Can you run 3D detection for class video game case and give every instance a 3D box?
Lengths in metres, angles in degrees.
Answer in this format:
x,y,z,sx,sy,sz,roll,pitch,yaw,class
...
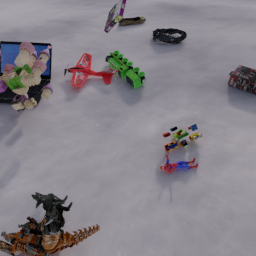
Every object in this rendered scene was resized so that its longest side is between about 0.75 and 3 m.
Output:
x,y,z,sx,sy,sz,roll,pitch,yaw,class
-0.430,-3.880,9.570,0.182,0.921,1.016,27,55,-27,video game case

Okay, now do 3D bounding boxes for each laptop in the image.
x,y,z,sx,sy,sz,roll,pitch,yaw,class
-4.177,-2.150,10.634,2.166,1.262,2.444,4,42,5,laptop

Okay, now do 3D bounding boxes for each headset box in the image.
x,y,z,sx,sy,sz,roll,pitch,yaw,class
4.621,-1.924,10.945,1.322,0.496,0.982,27,48,27,headset box

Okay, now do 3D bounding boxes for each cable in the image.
x,y,z,sx,sy,sz,roll,pitch,yaw,class
2.094,-4.676,14.151,1.716,0.436,1.400,1,37,5,cable

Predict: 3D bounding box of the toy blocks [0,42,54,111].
x,y,z,sx,sy,sz,roll,pitch,yaw,class
-3.343,-1.900,9.194,1.840,1.969,1.657,-9,50,21,toy blocks

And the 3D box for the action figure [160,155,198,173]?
x,y,z,sx,sy,sz,roll,pitch,yaw,class
1.404,0.946,7.763,1.060,0.525,0.346,-10,42,-7,action figure

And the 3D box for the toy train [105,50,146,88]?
x,y,z,sx,sy,sz,roll,pitch,yaw,class
-0.149,-2.459,11.563,0.730,0.540,2.590,-29,48,-15,toy train

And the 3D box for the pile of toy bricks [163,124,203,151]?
x,y,z,sx,sy,sz,roll,pitch,yaw,class
1.578,0.223,8.591,1.233,0.684,0.609,-23,7,-9,pile of toy bricks

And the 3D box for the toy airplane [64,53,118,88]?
x,y,z,sx,sy,sz,roll,pitch,yaw,class
-1.495,-2.283,11.399,2.254,0.415,2.254,0,48,0,toy airplane

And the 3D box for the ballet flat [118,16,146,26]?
x,y,z,sx,sy,sz,roll,pitch,yaw,class
0.237,-6.016,15.598,1.641,0.380,0.553,-14,44,-15,ballet flat

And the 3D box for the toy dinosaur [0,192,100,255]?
x,y,z,sx,sy,sz,roll,pitch,yaw,class
-1.720,2.272,6.176,2.047,1.046,1.390,8,54,-18,toy dinosaur
